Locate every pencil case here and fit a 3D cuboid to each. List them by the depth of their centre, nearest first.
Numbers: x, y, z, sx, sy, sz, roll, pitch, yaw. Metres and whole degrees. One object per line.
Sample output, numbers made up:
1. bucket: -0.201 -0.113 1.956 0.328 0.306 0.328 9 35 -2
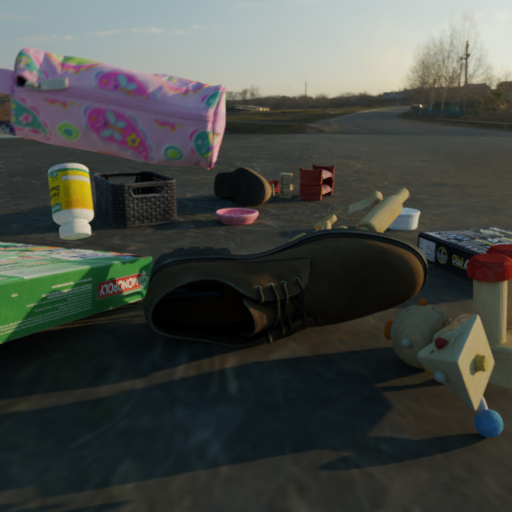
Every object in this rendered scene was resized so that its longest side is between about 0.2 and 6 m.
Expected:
1. pencil case: -1.581 -1.668 6.431 2.450 1.071 1.071 10 14 -7

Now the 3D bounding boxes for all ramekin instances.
1. ramekin: 3.004 -0.764 11.637 0.740 0.361 0.740 -1 15 0

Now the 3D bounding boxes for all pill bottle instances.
1. pill bottle: -2.587 -0.748 7.852 0.553 0.981 0.553 -9 -8 -1

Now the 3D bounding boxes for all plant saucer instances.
1. plant saucer: -0.421 -0.853 12.211 0.926 0.235 0.926 0 14 0

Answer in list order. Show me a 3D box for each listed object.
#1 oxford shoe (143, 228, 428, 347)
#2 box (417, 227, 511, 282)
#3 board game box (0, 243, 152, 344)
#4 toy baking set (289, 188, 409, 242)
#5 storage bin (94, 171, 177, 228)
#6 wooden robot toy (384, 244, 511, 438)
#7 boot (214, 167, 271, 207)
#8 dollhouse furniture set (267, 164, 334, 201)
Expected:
1. oxford shoe: 0.328 0.477 5.950 3.106 1.129 1.311 -9 21 4
2. box: 3.724 -0.004 8.597 1.621 0.494 2.011 -7 17 -19
3. board game box: -3.288 0.319 5.887 2.762 0.598 4.105 4 6 18
4. toy baking set: 0.918 -0.152 7.336 1.928 0.292 2.512 -25 11 42
5. storage bin: -2.715 -1.300 12.507 1.380 0.957 2.041 -8 18 -27
6. wooden robot toy: 1.916 0.569 5.335 1.363 1.324 3.004 -1 10 41
7. boot: -0.149 -1.794 14.533 0.980 0.956 2.598 1 10 -28
8. dollhouse furniture set: 1.011 -2.082 15.542 2.090 0.850 1.124 6 16 22
